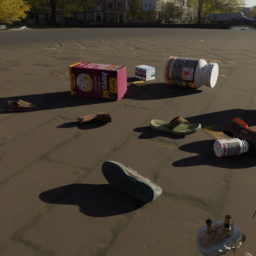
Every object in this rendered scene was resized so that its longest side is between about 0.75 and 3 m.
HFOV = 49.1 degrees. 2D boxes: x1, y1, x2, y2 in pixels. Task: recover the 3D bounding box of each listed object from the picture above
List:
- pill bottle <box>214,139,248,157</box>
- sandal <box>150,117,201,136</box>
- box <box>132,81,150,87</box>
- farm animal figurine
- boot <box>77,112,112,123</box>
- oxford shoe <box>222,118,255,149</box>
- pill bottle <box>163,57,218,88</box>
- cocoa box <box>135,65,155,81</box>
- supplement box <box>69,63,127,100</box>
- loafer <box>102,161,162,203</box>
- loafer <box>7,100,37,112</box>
[{"bbox_3d":[2.752,0.515,7.474,0.808,0.447,0.447,-4,24,-9],"label":"pill bottle"},{"bbox_3d":[1.471,-0.121,8.864,1.629,0.465,0.647,8,25,16],"label":"sandal"},{"bbox_3d":[0.650,-2.202,13.976,0.616,0.080,0.754,-11,26,-25],"label":"box"},{"bbox_3d":[2.268,1.910,3.806,2.037,1.074,2.059,-20,36,-13],"label":"farm animal figurine"},{"bbox_3d":[-1.155,-0.301,9.427,1.025,0.329,0.956,-9,13,-27],"label":"boot"},{"bbox_3d":[3.376,0.379,7.847,0.623,0.612,1.719,-35,35,-3],"label":"oxford shoe"},{"bbox_3d":[2.973,-2.637,13.371,2.339,1.361,1.361,14,28,30],"label":"pill bottle"},{"bbox_3d":[0.903,-2.963,14.996,0.636,0.626,0.954,-17,29,-34],"label":"cocoa box"},{"bbox_3d":[-1.291,-2.056,12.158,2.335,1.288,1.000,9,26,21],"label":"supplement box"},{"bbox_3d":[0.062,1.156,6.132,1.480,0.532,0.466,26,15,33],"label":"loafer"},{"bbox_3d":[-4.026,-0.855,10.589,1.105,0.392,0.404,-4,24,-8],"label":"loafer"}]
